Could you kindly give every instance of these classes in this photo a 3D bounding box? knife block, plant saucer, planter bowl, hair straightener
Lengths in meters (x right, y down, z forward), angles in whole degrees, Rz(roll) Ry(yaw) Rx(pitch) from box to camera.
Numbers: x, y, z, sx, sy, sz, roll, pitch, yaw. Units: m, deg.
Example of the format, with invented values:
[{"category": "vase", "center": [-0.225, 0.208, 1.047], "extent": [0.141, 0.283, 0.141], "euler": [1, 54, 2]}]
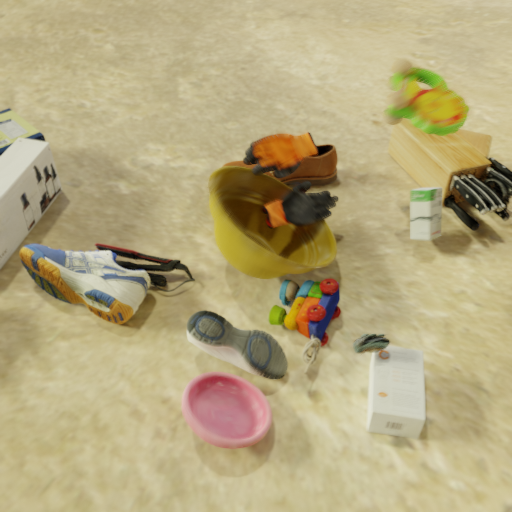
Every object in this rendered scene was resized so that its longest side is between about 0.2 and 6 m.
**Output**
[{"category": "knife block", "center": [4.199, -1.792, 12.391], "extent": [3.028, 0.969, 2.659], "euler": [18, 46, 16]}, {"category": "plant saucer", "center": [-0.462, 2.337, 8.360], "extent": [1.375, 0.349, 1.375], "euler": [15, 31, -9]}, {"category": "planter bowl", "center": [0.085, -0.393, 10.542], "extent": [2.731, 1.138, 2.731], "euler": [24, 33, -17]}, {"category": "hair straightener", "center": [-2.211, 0.338, 10.743], "extent": [2.088, 0.427, 0.803], "euler": [12, 69, 5]}]

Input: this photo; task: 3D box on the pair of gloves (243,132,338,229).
[{"category": "pair of gloves", "center": [0.705, -1.509, 10.994], "extent": [1.714, 0.238, 1.924], "euler": [-17, 83, -28]}]

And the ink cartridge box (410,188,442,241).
[{"category": "ink cartridge box", "center": [3.385, -0.838, 11.139], "extent": [0.415, 1.000, 0.733], "euler": [5, 12, 36]}]

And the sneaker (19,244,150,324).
[{"category": "sneaker", "center": [-3.116, 0.324, 10.307], "extent": [2.483, 0.935, 1.094], "euler": [26, 52, 11]}]

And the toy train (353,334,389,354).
[{"category": "toy train", "center": [1.768, 1.360, 8.625], "extent": [0.572, 0.326, 0.244], "euler": [4, 49, -26]}]

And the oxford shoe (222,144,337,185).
[{"category": "oxford shoe", "center": [0.486, -2.154, 12.797], "extent": [2.795, 0.996, 0.997], "euler": [-8, 46, -5]}]

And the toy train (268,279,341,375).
[{"category": "toy train", "center": [0.684, 1.140, 9.600], "extent": [1.089, 0.797, 1.883], "euler": [10, 44, 25]}]

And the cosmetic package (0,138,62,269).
[{"category": "cosmetic package", "center": [-5.090, -0.935, 11.277], "extent": [0.813, 1.326, 3.212], "euler": [8, 45, 10]}]

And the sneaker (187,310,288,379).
[{"category": "sneaker", "center": [-0.318, 1.477, 9.135], "extent": [1.807, 0.787, 0.673], "euler": [30, 63, -4]}]

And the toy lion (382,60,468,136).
[{"category": "toy lion", "center": [3.232, -2.943, 10.612], "extent": [1.513, 0.542, 1.578], "euler": [12, 56, 5]}]

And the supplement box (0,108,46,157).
[{"category": "supplement box", "center": [-5.874, -2.339, 12.865], "extent": [1.655, 1.111, 1.653], "euler": [-34, 53, -30]}]

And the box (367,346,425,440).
[{"category": "box", "center": [2.157, 2.084, 8.673], "extent": [0.777, 0.609, 1.249], "euler": [7, 45, 8]}]
